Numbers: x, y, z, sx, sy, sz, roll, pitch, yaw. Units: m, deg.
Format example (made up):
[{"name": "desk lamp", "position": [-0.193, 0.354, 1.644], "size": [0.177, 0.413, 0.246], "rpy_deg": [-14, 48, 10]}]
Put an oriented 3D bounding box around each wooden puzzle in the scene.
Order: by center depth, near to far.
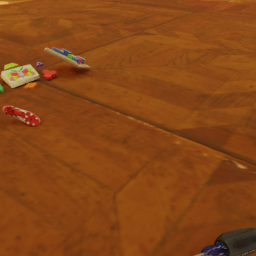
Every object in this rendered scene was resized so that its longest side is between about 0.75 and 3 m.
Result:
[{"name": "wooden puzzle", "position": [-2.181, -2.639, 10.421], "size": [1.367, 0.342, 1.476], "rpy_deg": [26, 11, 6]}]

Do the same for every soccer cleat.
[{"name": "soccer cleat", "position": [-2.896, -0.361, 7.662], "size": [1.005, 0.345, 0.428], "rpy_deg": [22, 4, -19]}]

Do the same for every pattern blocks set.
[{"name": "pattern blocks set", "position": [-3.844, -1.896, 10.056], "size": [1.826, 0.168, 2.077], "rpy_deg": [31, 49, 25]}]

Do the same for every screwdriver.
[{"name": "screwdriver", "position": [0.844, 1.786, 3.809], "size": [2.854, 0.415, 0.398], "rpy_deg": [-2, 63, -27]}]
